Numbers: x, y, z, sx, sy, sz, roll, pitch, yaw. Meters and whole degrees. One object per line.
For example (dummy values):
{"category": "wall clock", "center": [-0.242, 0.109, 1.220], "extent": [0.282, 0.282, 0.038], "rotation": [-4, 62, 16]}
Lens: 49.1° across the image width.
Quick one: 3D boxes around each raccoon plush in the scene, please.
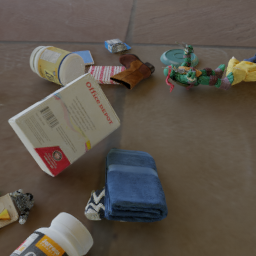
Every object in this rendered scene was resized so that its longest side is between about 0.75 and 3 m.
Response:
{"category": "raccoon plush", "center": [-2.748, 1.920, 6.975], "extent": [0.579, 0.418, 0.864], "rotation": [-2, 40, 10]}

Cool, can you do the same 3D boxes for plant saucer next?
{"category": "plant saucer", "center": [2.467, -3.359, 13.347], "extent": [1.815, 0.249, 1.815], "rotation": [1, 40, 0]}

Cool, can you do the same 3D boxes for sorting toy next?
{"category": "sorting toy", "center": [-3.404, 1.988, 7.021], "extent": [0.954, 0.190, 1.290], "rotation": [-24, 46, -25]}

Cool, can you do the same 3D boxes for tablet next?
{"category": "tablet", "center": [-2.804, -3.229, 13.258], "extent": [2.205, 0.151, 1.435], "rotation": [-9, 41, -12]}

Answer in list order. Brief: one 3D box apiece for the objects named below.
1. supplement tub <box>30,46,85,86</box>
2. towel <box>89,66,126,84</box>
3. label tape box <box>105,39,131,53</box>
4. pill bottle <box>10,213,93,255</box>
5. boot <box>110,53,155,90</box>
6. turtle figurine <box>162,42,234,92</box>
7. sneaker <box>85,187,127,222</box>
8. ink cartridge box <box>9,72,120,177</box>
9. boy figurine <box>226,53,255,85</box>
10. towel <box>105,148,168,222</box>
{"category": "supplement tub", "center": [-2.894, -2.544, 11.470], "extent": [1.929, 1.393, 1.393], "rotation": [22, 45, 24]}
{"category": "towel", "center": [-0.907, -2.257, 12.064], "extent": [1.645, 0.246, 1.204], "rotation": [2, 43, 3]}
{"category": "label tape box", "center": [-0.504, -4.240, 14.292], "extent": [1.126, 0.372, 0.807], "rotation": [-20, 44, -20]}
{"category": "pill bottle", "center": [-1.695, 2.719, 5.374], "extent": [1.208, 1.208, 2.076], "rotation": [23, 45, 25]}
{"category": "boot", "center": [-0.101, -2.386, 11.934], "extent": [1.858, 0.676, 1.974], "rotation": [34, 49, 18]}
{"category": "turtle figurine", "center": [2.544, -2.269, 11.113], "extent": [2.953, 1.487, 2.211], "rotation": [8, 51, -13]}
{"category": "sneaker", "center": [-0.349, 1.806, 6.956], "extent": [1.347, 0.538, 0.877], "rotation": [-5, 48, 10]}
{"category": "ink cartridge box", "center": [-1.719, -0.134, 7.905], "extent": [2.479, 1.830, 1.062], "rotation": [-38, 19, -28]}
{"category": "boy figurine", "center": [5.015, -2.589, 11.952], "extent": [2.772, 0.893, 1.723], "rotation": [-24, 48, -29]}
{"category": "towel", "center": [0.125, 1.345, 7.024], "extent": [1.404, 0.610, 2.514], "rotation": [7, 22, -7]}
